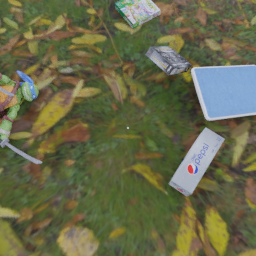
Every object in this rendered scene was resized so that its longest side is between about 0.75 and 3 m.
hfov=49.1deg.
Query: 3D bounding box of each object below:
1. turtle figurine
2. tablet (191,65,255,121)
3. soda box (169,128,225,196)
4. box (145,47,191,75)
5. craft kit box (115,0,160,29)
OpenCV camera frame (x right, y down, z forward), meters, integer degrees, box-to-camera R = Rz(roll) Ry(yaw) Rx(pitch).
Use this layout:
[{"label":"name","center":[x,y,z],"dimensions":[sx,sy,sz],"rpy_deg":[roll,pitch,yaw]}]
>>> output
[{"label":"turtle figurine","center":[-4.071,-0.534,7.773],"dimensions":[2.906,2.157,2.997],"rpy_deg":[-10,59,-3]},{"label":"tablet","center":[3.266,-1.149,8.715],"dimensions":[2.631,0.180,1.712],"rpy_deg":[-7,75,-22]},{"label":"soda box","center":[1.933,0.947,7.915],"dimensions":[0.646,0.601,1.894],"rpy_deg":[33,73,10]},{"label":"box","center":[1.296,-2.137,8.807],"dimensions":[1.027,0.313,1.297],"rpy_deg":[45,34,17]},{"label":"craft kit box","center":[0.361,-4.525,10.675],"dimensions":[1.257,0.309,1.273],"rpy_deg":[-31,70,-16]}]
